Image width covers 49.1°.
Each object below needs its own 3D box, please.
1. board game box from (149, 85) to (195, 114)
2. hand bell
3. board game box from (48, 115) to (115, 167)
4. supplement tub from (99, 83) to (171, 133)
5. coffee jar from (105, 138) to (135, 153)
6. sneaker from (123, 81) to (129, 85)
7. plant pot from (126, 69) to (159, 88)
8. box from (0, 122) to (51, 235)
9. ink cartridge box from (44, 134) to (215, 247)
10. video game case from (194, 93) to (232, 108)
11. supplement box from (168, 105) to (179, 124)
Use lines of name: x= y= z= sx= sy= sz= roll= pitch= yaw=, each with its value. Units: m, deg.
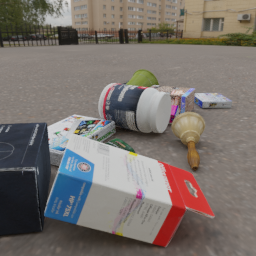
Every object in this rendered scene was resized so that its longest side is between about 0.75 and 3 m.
board game box: x=1.822 y=-1.233 z=12.726 sx=2.061 sy=0.998 sz=1.643 roll=9 pitch=23 yaw=23
hand bell: x=1.974 y=0.527 z=8.651 sx=1.136 sy=1.136 sz=2.181 roll=2 pitch=33 yaw=4
board game box: x=-1.956 y=0.299 z=9.436 sx=1.875 sy=0.514 sz=2.969 roll=10 pitch=24 yaw=26
supplement tub: x=0.259 y=-0.746 z=10.530 sx=2.383 sy=1.672 sz=1.672 roll=12 pitch=24 yaw=27
coffee jar: x=-0.712 y=0.942 z=7.330 sx=0.956 sy=0.782 sz=1.833 roll=33 pitch=37 yaw=32
sneaker: x=-0.006 y=-2.517 z=16.633 sx=1.549 sy=0.615 sz=0.608 roll=4 pitch=23 yaw=13
plant pot: x=0.466 y=-1.872 z=13.997 sx=1.661 sy=1.661 sz=1.577 roll=14 pitch=38 yaw=32
box: x=-3.082 y=0.998 z=6.177 sx=2.471 sy=1.558 sz=2.513 roll=-4 pitch=21 yaw=-9
ink cartridge box: x=0.025 y=1.252 z=5.627 sx=2.920 sy=0.982 sz=1.697 roll=19 pitch=19 yaw=-10
video game case: x=4.128 y=-1.382 z=13.992 sx=1.476 sy=0.370 sz=1.628 roll=-2 pitch=21 yaw=-6
supplement box: x=1.466 y=-0.583 z=11.418 sx=1.127 sy=0.570 sz=0.582 roll=9 pitch=51 yaw=22
